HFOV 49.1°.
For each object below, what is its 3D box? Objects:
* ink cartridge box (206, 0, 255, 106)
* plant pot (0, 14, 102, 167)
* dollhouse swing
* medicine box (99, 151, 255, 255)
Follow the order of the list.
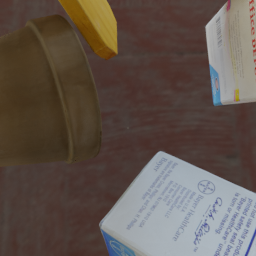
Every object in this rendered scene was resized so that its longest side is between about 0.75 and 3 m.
[{"bbox_3d":[2.429,-1.287,4.361,1.623,2.591,1.665,-6,93,0],"label":"ink cartridge box"},{"bbox_3d":[-1.732,-0.348,4.138,1.991,2.295,2.295,-17,77,-24],"label":"plant pot"},{"bbox_3d":[-1.690,-2.254,4.484,2.511,2.429,2.763,-13,37,6],"label":"dollhouse swing"},{"bbox_3d":[1.172,1.961,3.657,2.617,2.383,1.347,24,52,28],"label":"medicine box"}]
